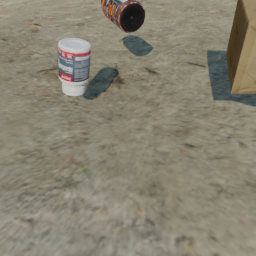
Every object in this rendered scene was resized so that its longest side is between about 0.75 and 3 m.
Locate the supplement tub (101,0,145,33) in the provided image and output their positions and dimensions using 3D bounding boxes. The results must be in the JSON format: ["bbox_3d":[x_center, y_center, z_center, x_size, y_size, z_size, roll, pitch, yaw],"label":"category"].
[{"bbox_3d":[-0.279,-4.286,10.092,1.087,1.087,2.033,-16,44,-21],"label":"supplement tub"}]

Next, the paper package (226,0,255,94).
[{"bbox_3d":[3.370,-2.235,7.326,1.127,2.076,2.178,5,44,9],"label":"paper package"}]

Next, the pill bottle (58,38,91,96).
[{"bbox_3d":[-1.554,-1.729,8.096,0.894,1.496,0.894,6,36,-4],"label":"pill bottle"}]
